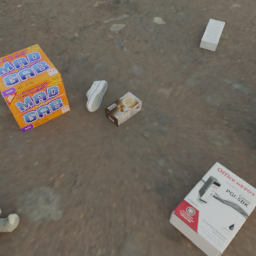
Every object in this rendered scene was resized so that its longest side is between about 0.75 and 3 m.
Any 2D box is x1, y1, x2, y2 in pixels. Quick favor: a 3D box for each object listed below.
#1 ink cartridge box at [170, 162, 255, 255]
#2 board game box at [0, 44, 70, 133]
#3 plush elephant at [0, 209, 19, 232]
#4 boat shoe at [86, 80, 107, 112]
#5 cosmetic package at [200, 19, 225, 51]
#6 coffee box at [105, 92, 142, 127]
[{"bbox_3d":[2.096,1.916,6.706,1.339,0.756,1.825,36,62,25],"label":"ink cartridge box"},{"bbox_3d":[-2.960,-1.201,8.494,1.612,1.613,1.614,-29,58,-18],"label":"board game box"},{"bbox_3d":[-3.531,2.225,6.078,1.814,1.404,1.494,13,55,10],"label":"plush elephant"},{"bbox_3d":[-1.108,-1.045,9.139,0.479,0.528,1.434,7,41,16],"label":"boat shoe"},{"bbox_3d":[3.358,-3.701,11.119,0.633,0.388,1.533,19,56,13],"label":"cosmetic package"},{"bbox_3d":[-0.144,-0.601,8.799,1.037,0.413,0.593,-36,61,-24],"label":"coffee box"}]
